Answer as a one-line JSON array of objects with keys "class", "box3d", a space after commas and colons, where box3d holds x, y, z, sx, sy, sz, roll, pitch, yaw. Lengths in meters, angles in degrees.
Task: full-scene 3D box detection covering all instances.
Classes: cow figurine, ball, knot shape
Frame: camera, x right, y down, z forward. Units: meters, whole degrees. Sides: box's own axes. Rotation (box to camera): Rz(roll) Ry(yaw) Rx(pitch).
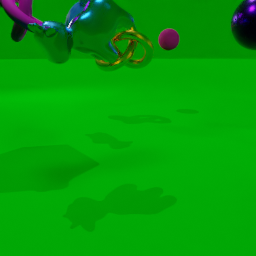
[{"class": "cow figurine", "box3d": [-1.164, -2.911, 6.912, 0.653, 1.170, 1.189, 12, -4, -27]}, {"class": "ball", "box3d": [2.222, -1.783, 4.722, 0.924, 0.924, 0.924, 0, 15, 0]}, {"class": "knot shape", "box3d": [-1.903, -2.087, 4.999, 0.632, 1.367, 1.279, -26, 56, -19]}, {"class": "cow figurine", "box3d": [-0.668, -1.439, 4.040, 1.263, 1.283, 0.704, 27, 1, -36]}, {"class": "knot shape", "box3d": [-0.193, -2.700, 8.735, 1.882, 1.761, 0.870, -8, 7, 4]}, {"class": "ball", "box3d": [1.449, -3.128, 9.916, 0.746, 0.746, 0.746, 0, 15, 0]}]

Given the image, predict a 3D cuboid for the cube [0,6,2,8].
[{"class": "cube", "box3d": [-2.611, -3.573, 5.666, 1.383, 1.383, 1.383, 42, -18, -34]}]
